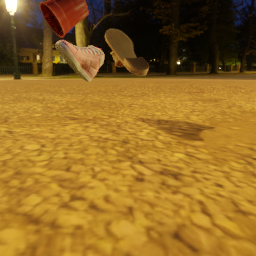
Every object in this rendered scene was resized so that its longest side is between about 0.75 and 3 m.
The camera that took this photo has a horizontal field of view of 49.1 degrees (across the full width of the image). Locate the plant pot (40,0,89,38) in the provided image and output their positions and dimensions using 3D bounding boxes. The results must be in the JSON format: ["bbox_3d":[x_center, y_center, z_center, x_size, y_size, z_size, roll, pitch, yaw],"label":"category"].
[{"bbox_3d":[-1.479,-2.793,6.717,0.867,0.892,0.892,-40,27,-17],"label":"plant pot"}]

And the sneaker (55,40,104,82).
[{"bbox_3d":[-1.756,-2.898,10.888,0.956,1.328,2.541,38,-4,24],"label":"sneaker"}]

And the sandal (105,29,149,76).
[{"bbox_3d":[-0.146,-1.820,7.320,0.735,0.659,2.004,-8,48,-28],"label":"sandal"}]
